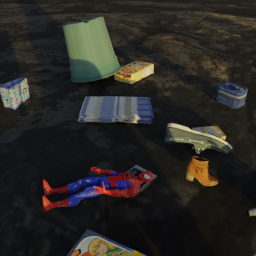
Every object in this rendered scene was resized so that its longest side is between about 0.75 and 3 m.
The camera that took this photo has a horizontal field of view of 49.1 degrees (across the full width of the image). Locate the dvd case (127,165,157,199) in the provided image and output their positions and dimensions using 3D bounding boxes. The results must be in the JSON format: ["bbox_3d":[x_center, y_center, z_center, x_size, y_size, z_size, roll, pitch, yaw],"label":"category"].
[{"bbox_3d":[0.197,1.484,7.877,0.783,0.129,1.041,24,39,34],"label":"dvd case"}]

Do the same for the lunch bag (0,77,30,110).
[{"bbox_3d":[-4.623,-1.502,11.734,0.605,0.969,1.287,13,35,19],"label":"lunch bag"}]

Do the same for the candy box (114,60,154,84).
[{"bbox_3d":[0.327,-2.870,14.253,1.104,0.529,1.913,22,39,32],"label":"candy box"}]

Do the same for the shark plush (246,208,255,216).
[{"bbox_3d":[3.673,1.775,6.814,1.880,0.783,0.854,-2,33,-4],"label":"shark plush"}]

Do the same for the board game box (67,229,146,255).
[{"bbox_3d":[-0.673,3.272,4.747,1.932,0.492,2.854,15,36,22],"label":"board game box"}]

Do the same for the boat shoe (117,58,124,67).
[{"bbox_3d":[-0.805,-3.852,15.852,1.353,0.460,0.487,15,36,23],"label":"boat shoe"}]

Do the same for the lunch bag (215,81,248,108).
[{"bbox_3d":[4.345,-1.488,11.839,0.850,0.828,1.251,-25,41,-34],"label":"lunch bag"}]

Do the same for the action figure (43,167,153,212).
[{"bbox_3d":[-0.716,1.471,7.220,2.837,0.733,0.928,-6,29,-12],"label":"action figure"}]

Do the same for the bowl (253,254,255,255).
[{"bbox_3d":[2.410,2.994,4.062,1.280,2.379,2.379,46,46,6],"label":"bowl"}]

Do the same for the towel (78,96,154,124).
[{"bbox_3d":[-0.448,-0.742,10.953,2.792,0.332,2.051,0,29,-1],"label":"towel"}]

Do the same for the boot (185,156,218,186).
[{"bbox_3d":[2.084,1.158,7.658,0.936,0.727,0.359,15,28,7],"label":"boot"}]

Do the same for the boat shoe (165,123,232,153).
[{"bbox_3d":[2.222,0.489,9.067,2.152,0.784,0.665,20,78,11],"label":"boat shoe"}]

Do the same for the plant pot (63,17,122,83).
[{"bbox_3d":[-1.832,-3.821,13.415,2.601,2.547,2.601,-11,24,5],"label":"plant pot"}]

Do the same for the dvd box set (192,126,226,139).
[{"bbox_3d":[2.830,0.192,9.872,0.977,0.144,0.715,-6,33,-8],"label":"dvd box set"}]
